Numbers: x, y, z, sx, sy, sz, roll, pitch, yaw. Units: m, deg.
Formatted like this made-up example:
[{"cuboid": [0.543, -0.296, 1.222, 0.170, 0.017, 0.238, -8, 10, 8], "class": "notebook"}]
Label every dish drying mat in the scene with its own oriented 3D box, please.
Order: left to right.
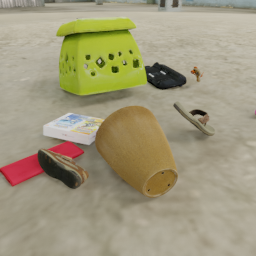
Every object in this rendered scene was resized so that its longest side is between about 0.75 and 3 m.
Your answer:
[{"cuboid": [-2.203, 0.875, 7.338, 2.039, 0.186, 0.783, -23, 36, -38], "class": "dish drying mat"}]

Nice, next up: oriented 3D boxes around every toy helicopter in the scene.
[{"cuboid": [3.094, -2.305, 12.319, 0.524, 0.792, 0.312, 29, 70, 37], "class": "toy helicopter"}]

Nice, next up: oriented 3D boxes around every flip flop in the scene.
[{"cuboid": [2.046, -0.330, 8.214, 1.864, 0.537, 0.756, 33, 10, -34], "class": "flip flop"}]

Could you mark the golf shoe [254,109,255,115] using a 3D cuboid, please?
[{"cuboid": [5.006, -0.601, 9.912, 1.360, 0.512, 0.622, -2, 15, -13], "class": "golf shoe"}]

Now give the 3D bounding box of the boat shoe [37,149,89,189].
[{"cuboid": [-1.581, 0.949, 6.816, 1.458, 0.552, 0.539, 31, 29, 23], "class": "boat shoe"}]

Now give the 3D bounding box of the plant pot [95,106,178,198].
[{"cuboid": [0.309, 0.649, 6.417, 1.678, 1.678, 1.800, -11, 39, -20], "class": "plant pot"}]

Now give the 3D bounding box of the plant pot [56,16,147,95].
[{"cuboid": [-1.244, -3.020, 11.502, 2.971, 2.709, 2.986, -14, 19, -25], "class": "plant pot"}]

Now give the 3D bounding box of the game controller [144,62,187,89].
[{"cuboid": [1.587, -2.520, 13.547, 1.493, 0.603, 2.863, -22, 32, -10], "class": "game controller"}]

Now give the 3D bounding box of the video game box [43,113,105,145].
[{"cuboid": [-1.552, -0.017, 8.682, 1.576, 0.369, 1.436, 10, 25, 18], "class": "video game box"}]
